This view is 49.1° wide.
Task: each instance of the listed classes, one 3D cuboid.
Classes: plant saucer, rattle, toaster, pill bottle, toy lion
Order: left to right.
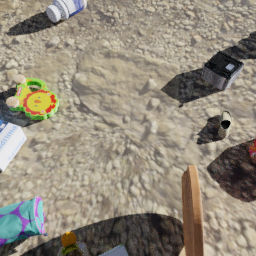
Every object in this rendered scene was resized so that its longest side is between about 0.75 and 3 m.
[{"bbox_3d":[-3.637,-1.165,10.965,1.850,0.663,1.930,3,55,-6],"label":"toy lion"},{"bbox_3d":[-3.117,-6.095,14.063,1.056,1.056,1.902,36,62,23],"label":"pill bottle"},{"bbox_3d":[-1.488,3.624,7.364,0.921,1.011,1.415,18,48,-11],"label":"rattle"},{"bbox_3d":[1.630,2.246,7.262,0.411,2.547,2.547,-2,55,9],"label":"plant saucer"},{"bbox_3d":[3.872,-2.365,11.599,1.267,0.832,1.401,36,63,23],"label":"toaster"}]

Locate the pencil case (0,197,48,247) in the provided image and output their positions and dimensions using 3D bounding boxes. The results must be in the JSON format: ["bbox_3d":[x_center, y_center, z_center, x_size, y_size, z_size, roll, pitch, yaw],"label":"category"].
[{"bbox_3d":[-3.623,2.823,7.745,2.609,1.205,1.110,-16,56,-11],"label":"pencil case"}]

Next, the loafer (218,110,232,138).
[{"bbox_3d":[3.622,-0.214,10.342,0.472,0.426,1.247,11,56,8],"label":"loafer"}]

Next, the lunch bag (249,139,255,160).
[{"bbox_3d":[5.282,0.801,9.486,1.632,0.759,1.853,-36,63,-27],"label":"lunch bag"}]

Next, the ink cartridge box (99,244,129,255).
[{"bbox_3d":[-0.827,3.962,7.139,2.081,0.617,1.080,-22,76,-15],"label":"ink cartridge box"}]

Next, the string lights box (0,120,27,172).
[{"bbox_3d":[-5.217,0.301,9.719,2.846,0.839,1.462,17,57,12],"label":"string lights box"}]
